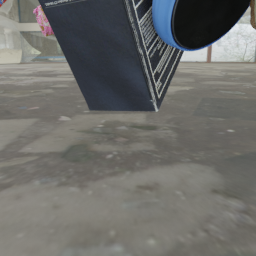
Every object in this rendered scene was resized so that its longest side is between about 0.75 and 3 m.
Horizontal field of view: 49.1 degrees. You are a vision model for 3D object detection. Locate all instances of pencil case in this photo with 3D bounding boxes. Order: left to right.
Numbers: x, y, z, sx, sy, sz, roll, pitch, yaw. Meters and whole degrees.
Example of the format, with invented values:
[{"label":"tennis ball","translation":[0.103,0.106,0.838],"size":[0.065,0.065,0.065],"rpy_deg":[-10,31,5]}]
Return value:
[{"label":"pencil case","translation":[-1.778,-3.425,8.539],"size":[2.007,0.868,0.831],"rpy_deg":[-22,-17,-20]}]

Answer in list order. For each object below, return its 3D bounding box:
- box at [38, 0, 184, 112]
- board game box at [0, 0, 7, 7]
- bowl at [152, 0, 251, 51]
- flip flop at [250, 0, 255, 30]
[{"label":"box","translation":[-0.057,-2.307,5.898],"size":[1.784,2.872,2.895],"rpy_deg":[1,43,27]},{"label":"board game box","translation":[-2.092,-2.286,4.650],"size":[0.076,0.402,0.782],"rpy_deg":[40,-7,-15]},{"label":"bowl","translation":[1.420,-2.289,4.805],"size":[2.173,2.173,0.427],"rpy_deg":[-12,51,-35]},{"label":"flip flop","translation":[2.324,-1.804,4.222],"size":[1.175,2.897,0.834],"rpy_deg":[-5,4,-7]}]
